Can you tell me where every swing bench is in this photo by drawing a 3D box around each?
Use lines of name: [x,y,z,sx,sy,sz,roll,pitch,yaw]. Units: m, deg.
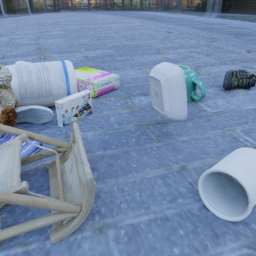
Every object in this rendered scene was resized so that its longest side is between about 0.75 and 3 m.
swing bench: [-2.287,1.073,6.357,2.713,1.760,2.698,0,27,-17]

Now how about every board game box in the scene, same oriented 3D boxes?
board game box: [-1.977,-0.754,10.483,0.268,0.979,1.550,22,35,34]

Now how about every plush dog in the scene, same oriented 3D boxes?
plush dog: [-4.473,-0.533,9.225,2.437,1.955,2.093,-20,55,16]

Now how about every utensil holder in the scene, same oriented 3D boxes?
utensil holder: [2.552,1.246,6.553,1.241,1.241,1.460,24,34,37]

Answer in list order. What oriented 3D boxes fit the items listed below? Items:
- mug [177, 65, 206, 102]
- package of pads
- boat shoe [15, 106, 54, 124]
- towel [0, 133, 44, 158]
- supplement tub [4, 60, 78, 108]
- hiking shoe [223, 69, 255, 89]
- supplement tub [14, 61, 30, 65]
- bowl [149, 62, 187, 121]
mug: [2.385,-2.050,12.537,2.107,1.303,1.731,4,29,7]
package of pads: [-1.858,-2.242,13.448,2.337,0.797,1.806,20,33,34]
boat shoe: [-3.709,-0.580,10.437,1.933,0.711,0.645,-1,29,0]
towel: [-4.296,0.592,8.688,2.746,0.327,1.988,14,32,23]
supplement tub: [-3.584,-1.742,11.439,2.771,1.828,1.828,-9,30,-19]
hiking shoe: [5.519,-2.349,13.529,2.358,0.893,1.187,-24,33,-38]
supplement tub: [-5.040,-2.860,14.388,1.515,1.000,1.000,17,33,28]
bowl: [1.222,-1.147,9.113,0.669,1.791,1.789,-15,24,-10]
